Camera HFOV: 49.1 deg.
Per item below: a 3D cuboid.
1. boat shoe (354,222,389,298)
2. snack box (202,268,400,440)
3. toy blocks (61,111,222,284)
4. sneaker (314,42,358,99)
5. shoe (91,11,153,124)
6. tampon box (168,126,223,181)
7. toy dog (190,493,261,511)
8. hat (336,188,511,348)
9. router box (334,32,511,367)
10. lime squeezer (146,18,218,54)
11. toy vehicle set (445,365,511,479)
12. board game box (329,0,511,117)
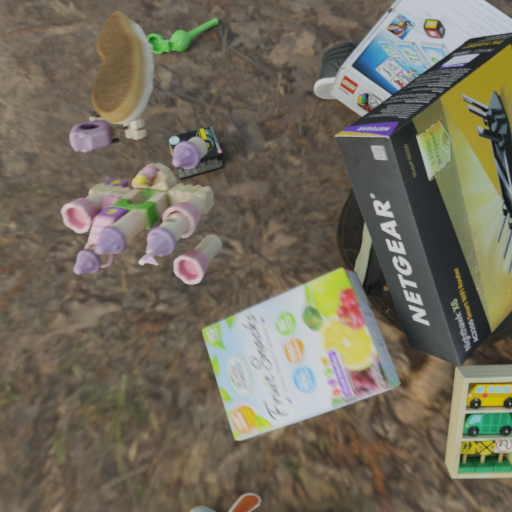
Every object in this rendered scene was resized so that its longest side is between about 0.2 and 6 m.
[{"bbox_3d":[1.891,-0.284,8.412,0.571,0.667,1.823,12,85,1],"label":"boat shoe"},{"bbox_3d":[0.491,1.240,6.942,2.097,0.556,1.492,-25,72,22],"label":"snack box"},{"bbox_3d":[-1.693,-0.577,7.297,1.950,2.086,1.756,9,33,21],"label":"toy blocks"},{"bbox_3d":[2.281,-3.757,11.228,2.198,0.777,1.090,2,71,5],"label":"sneaker"},{"bbox_3d":[-1.616,-2.431,7.317,0.907,0.692,2.593,-41,40,21],"label":"shoe"},{"bbox_3d":[-1.131,-1.929,10.533,0.882,0.557,0.661,-17,67,-7],"label":"tampon box"},{"bbox_3d":[0.070,3.963,7.613,2.087,1.005,1.376,-6,66,-3],"label":"toy dog"},{"bbox_3d":[3.317,-0.567,8.953,3.917,3.917,1.580,42,32,17],"label":"hat"},{"bbox_3d":[2.444,-0.639,6.573,2.405,3.059,0.799,-39,30,-22],"label":"router box"},{"bbox_3d":[-1.925,-4.645,11.842,2.357,0.445,0.832,-11,66,-4],"label":"lime squeezer"},{"bbox_3d":[4.195,2.398,8.118,2.695,0.357,1.674,-1,108,0],"label":"toy vehicle set"},{"bbox_3d":[4.327,-2.758,10.236,5.117,0.886,3.230,37,70,4],"label":"board game box"}]
